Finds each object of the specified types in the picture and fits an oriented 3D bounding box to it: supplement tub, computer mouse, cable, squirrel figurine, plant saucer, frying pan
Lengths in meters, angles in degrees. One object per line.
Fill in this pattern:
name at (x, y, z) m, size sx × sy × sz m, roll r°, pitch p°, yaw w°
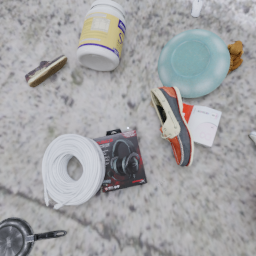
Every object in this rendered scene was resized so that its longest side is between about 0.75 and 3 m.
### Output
supplement tub at (-0.910, -3.311, 10.128) m, size 1.543 × 1.543 × 2.122 m, roll 10°, pitch 77°, yaw 2°
computer mouse at (2.800, -4.969, 11.185) m, size 0.621 × 0.248 × 1.132 m, roll 12°, pitch 77°, yaw 2°
cable at (-1.755, 1.319, 9.010) m, size 2.261 × 0.783 × 2.261 m, roll -19°, pitch 75°, yaw 22°
squirrel figurine at (3.696, -2.510, 10.113) m, size 0.907 × 1.197 × 1.282 m, roll 37°, pitch 79°, yaw 8°
plant saucer at (2.259, -2.399, 10.002) m, size 2.614 × 0.503 × 2.614 m, roll -3°, pitch 80°, yaw 21°
frying pan at (-3.368, 3.798, 9.087) m, size 2.430 × 0.396 × 1.470 m, roll 13°, pitch 78°, yaw 6°

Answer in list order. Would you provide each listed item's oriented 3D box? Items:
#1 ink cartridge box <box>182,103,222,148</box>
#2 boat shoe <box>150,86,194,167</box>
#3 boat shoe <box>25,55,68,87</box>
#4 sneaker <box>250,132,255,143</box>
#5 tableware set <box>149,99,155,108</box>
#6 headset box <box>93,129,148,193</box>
ink cartridge box at (2.328, -0.181, 9.943) m, size 1.646 × 0.470 × 1.338 m, roll 20°, pitch 79°, yaw 3°
boat shoe at (1.467, -0.083, 9.503) m, size 0.918 × 1.045 × 2.935 m, roll -4°, pitch 71°, yaw -18°
boat shoe at (-3.050, -2.215, 10.355) m, size 1.737 × 0.625 × 0.563 m, roll -38°, pitch 84°, yaw -2°
sneaker at (4.688, 0.697, 9.730) m, size 0.461 × 0.475 × 1.302 m, roll -40°, pitch 80°, yaw -12°
tableware set at (1.235, -0.904, 10.297) m, size 0.809 × 0.094 × 0.676 m, roll 39°, pitch 80°, yaw 7°
headset box at (-0.294, 1.038, 9.494) m, size 1.502 × 0.780 × 2.019 m, roll -11°, pitch 79°, yaw -3°
